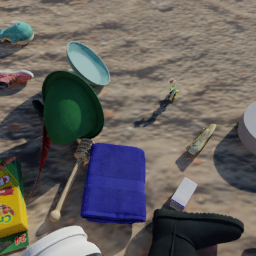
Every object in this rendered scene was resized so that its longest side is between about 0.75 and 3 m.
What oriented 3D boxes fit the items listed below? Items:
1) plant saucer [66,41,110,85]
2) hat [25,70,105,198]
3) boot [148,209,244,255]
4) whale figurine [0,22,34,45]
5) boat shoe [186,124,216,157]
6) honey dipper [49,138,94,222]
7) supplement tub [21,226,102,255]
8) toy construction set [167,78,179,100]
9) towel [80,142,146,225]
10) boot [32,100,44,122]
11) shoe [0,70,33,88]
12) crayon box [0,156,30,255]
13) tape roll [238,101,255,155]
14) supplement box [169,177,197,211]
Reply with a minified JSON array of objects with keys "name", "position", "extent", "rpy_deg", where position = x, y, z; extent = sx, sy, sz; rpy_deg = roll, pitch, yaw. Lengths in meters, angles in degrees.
[{"name":"plant saucer","position":[-1.590,-2.390,10.767],"extent":[2.082,0.374,2.082],"rpy_deg":[36,34,-29]},{"name":"hat","position":[-2.232,0.067,8.144],"extent":[2.338,2.823,2.485],"rpy_deg":[-14,22,37]},{"name":"boot","position":[1.636,3.181,6.934],"extent":[2.445,0.934,2.054],"rpy_deg":[3,50,12]},{"name":"whale figurine","position":[-5.078,-4.305,12.566],"extent":[1.578,0.819,1.255],"rpy_deg":[2,54,1]},{"name":"boat shoe","position":[2.474,0.321,9.344],"extent":[0.444,0.519,1.416],"rpy_deg":[34,61,19]},{"name":"honey dipper","position":[-1.685,1.538,8.521],"extent":[0.510,0.510,2.688],"rpy_deg":[13,58,9]},{"name":"supplement tub","position":[-1.101,3.738,5.960],"extent":[1.896,1.896,2.702],"rpy_deg":[-28,58,-19]},{"name":"toy construction set","position":[1.684,-1.395,10.399],"extent":[0.444,0.964,0.632],"rpy_deg":[18,69,20]},{"name":"towel","position":[-0.373,1.613,8.324],"extent":[1.805,0.606,2.445],"rpy_deg":[8,51,-7]},{"name":"boot","position":[-2.756,-0.695,10.085],"extent":[0.988,0.497,1.322],"rpy_deg":[-34,71,-14]},{"name":"shoe","position":[-4.466,-1.889,11.015],"extent":[1.414,0.505,0.643],"rpy_deg":[2,55,8]},{"name":"crayon box","position":[-3.782,2.199,7.874],"extent":[1.652,0.661,2.603],"rpy_deg":[-16,56,-11]},{"name":"tape roll","position":[4.875,0.039,9.438],"extent":[2.122,0.701,2.122],"rpy_deg":[-1,53,1]},{"name":"supplement box","position":[1.613,1.951,8.190],"extent":[0.448,0.438,0.866],"rpy_deg":[28,58,19]}]
